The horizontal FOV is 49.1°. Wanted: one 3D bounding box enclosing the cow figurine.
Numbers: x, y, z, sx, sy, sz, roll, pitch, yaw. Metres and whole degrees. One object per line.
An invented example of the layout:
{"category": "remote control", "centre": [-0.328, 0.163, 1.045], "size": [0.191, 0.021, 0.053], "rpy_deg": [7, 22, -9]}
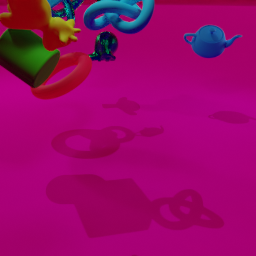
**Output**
{"category": "cow figurine", "centre": [-1.112, -1.468, 3.540], "size": [0.973, 0.989, 0.543], "rpy_deg": [8, 52, 0]}

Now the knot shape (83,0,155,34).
{"category": "knot shape", "centre": [-0.218, -2.009, 4.846], "size": [1.163, 0.574, 1.243], "rpy_deg": [-21, 39, -12]}

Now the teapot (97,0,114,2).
{"category": "teapot", "centre": [-0.541, -3.513, 7.845], "size": [1.140, 0.709, 0.558], "rpy_deg": [-35, 13, -23]}

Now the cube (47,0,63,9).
{"category": "cube", "centre": [-1.708, -2.679, 4.942], "size": [1.082, 1.082, 1.082], "rpy_deg": [-39, 35, -6]}

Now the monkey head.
{"category": "monkey head", "centre": [-0.934, -2.853, 9.845], "size": [1.215, 1.018, 1.689], "rpy_deg": [-6, 7, -5]}

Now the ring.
{"category": "ring", "centre": [-1.776, -1.412, 7.432], "size": [1.796, 0.359, 1.796], "rpy_deg": [-17, 40, 15]}

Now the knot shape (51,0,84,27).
{"category": "knot shape", "centre": [-1.768, -3.351, 7.573], "size": [1.467, 1.568, 0.724], "rpy_deg": [-34, 54, -20]}

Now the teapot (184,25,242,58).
{"category": "teapot", "centre": [2.627, -2.775, 8.820], "size": [1.744, 0.854, 1.085], "rpy_deg": [6, 62, 6]}

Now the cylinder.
{"category": "cylinder", "centre": [-1.983, -1.416, 5.556], "size": [0.918, 0.918, 0.918], "rpy_deg": [36, 28, -6]}
